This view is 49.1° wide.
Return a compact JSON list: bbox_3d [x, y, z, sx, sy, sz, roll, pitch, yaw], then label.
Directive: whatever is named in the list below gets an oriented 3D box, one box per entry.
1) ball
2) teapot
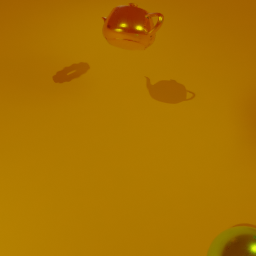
[{"bbox_3d":[1.817,2.137,4.258,1.222,1.222,1.222,0,56,0],"label":"ball"},{"bbox_3d":[0.001,-2.253,6.167,1.880,1.169,0.920,12,95,42],"label":"teapot"}]
